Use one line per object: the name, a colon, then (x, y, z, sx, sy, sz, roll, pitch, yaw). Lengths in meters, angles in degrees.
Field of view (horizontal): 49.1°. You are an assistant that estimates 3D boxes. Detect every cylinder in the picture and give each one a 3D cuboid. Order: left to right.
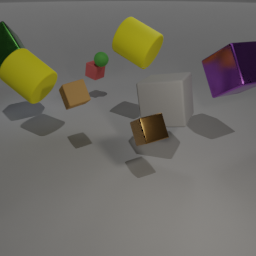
cylinder: (-3.459, -1.803, 9.808, 1.400, 1.400, 1.400, 38, 35, 2)
cylinder: (0.359, -3.129, 10.355, 1.400, 1.400, 1.400, 35, 37, 11)

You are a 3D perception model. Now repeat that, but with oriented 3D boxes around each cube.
cube: (-4.738, -2.890, 10.720, 1.400, 1.400, 1.400, -33, -2, -2)
cube: (-1.684, -1.049, 8.814, 0.700, 0.700, 0.700, -21, 3, -23)
cube: (-1.633, -2.889, 13.964, 0.700, 0.700, 0.700, 28, 37, 24)
cube: (0.568, 0.047, 7.620, 0.700, 0.700, 0.700, -15, -2, -23)
cube: (1.215, -0.903, 8.816, 1.400, 1.400, 1.400, 0, 20, 24)
cube: (3.626, -1.954, 9.466, 1.400, 1.400, 1.400, -12, -6, -28)

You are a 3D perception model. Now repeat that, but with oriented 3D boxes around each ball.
ball: (-1.275, -3.274, 13.354, 0.700, 0.700, 0.700, 0, 28, 0)
